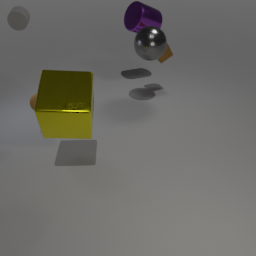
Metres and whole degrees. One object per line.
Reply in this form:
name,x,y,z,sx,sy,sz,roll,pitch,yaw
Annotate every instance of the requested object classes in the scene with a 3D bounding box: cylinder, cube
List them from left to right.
cylinder,-4.021,-4.045,10.322,0.700,0.700,0.700,-4,38,-7
cube,-1.693,-0.629,7.850,1.400,1.400,1.400,1,59,-5
cylinder,0.749,-5.376,13.935,1.400,1.400,1.400,2,24,-41
cube,1.576,-3.628,13.201,0.700,0.700,0.700,-35,44,6

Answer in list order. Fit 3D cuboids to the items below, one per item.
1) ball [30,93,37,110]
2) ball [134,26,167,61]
ball,-3.145,-0.913,10.008,0.700,0.700,0.700,0,32,0
ball,0.945,-3.554,11.793,1.400,1.400,1.400,0,32,0
